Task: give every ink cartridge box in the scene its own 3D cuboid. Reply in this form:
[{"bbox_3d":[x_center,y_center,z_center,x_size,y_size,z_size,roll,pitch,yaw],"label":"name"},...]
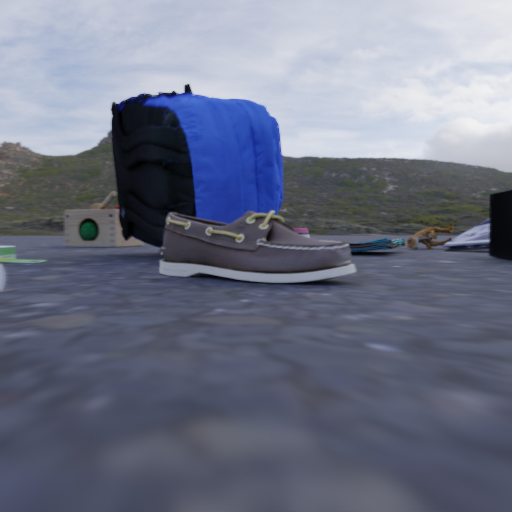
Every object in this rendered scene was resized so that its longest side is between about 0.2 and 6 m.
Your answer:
[{"bbox_3d":[-3.912,-0.022,8.772,1.126,0.270,0.819,-2,3,-5],"label":"ink cartridge box"}]

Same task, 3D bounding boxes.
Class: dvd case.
[{"bbox_3d":[5.709,-0.587,13.158,2.232,0.178,1.659,-25,13,-35],"label":"dvd case"}]

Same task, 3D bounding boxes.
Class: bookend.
[{"bbox_3d":[5.339,-0.483,8.808,2.525,1.163,2.509,1,3,6],"label":"bookend"}]

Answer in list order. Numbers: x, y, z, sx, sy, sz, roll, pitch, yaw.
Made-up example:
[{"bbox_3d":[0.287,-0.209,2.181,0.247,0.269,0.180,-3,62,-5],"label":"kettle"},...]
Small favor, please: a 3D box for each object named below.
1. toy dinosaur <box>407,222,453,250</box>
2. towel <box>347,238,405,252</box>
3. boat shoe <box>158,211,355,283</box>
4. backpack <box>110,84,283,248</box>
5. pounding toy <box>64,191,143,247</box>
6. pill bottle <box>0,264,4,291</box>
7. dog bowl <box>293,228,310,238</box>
[{"bbox_3d":[4.608,-0.533,14.963,1.262,0.718,2.375,0,2,27],"label":"toy dinosaur"},{"bbox_3d":[2.211,-0.223,11.919,1.667,0.247,2.274,-4,1,22],"label":"towel"},{"bbox_3d":[-0.088,-0.116,5.762,2.350,0.699,0.844,2,3,39],"label":"boat shoe"},{"bbox_3d":[-0.961,-1.716,10.609,3.107,3.008,3.702,-16,19,-24],"label":"backpack"},{"bbox_3d":[-4.519,-1.052,16.759,2.024,1.563,2.198,0,3,18],"label":"pounding toy"},{"bbox_3d":[-1.917,0.118,3.507,0.820,0.446,0.446,3,4,44],"label":"pill bottle"},{"bbox_3d":[0.898,-0.550,16.776,1.537,0.567,1.537,0,3,0],"label":"dog bowl"}]
